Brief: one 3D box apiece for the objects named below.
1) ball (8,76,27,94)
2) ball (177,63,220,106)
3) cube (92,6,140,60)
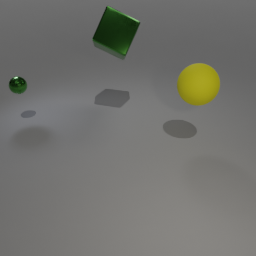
[{"bbox_3d":[-4.378,-1.699,11.150,0.700,0.700,0.700,0,30,0],"label":"ball"},{"bbox_3d":[2.351,-1.451,9.391,1.400,1.400,1.400,0,30,0],"label":"ball"},{"bbox_3d":[-0.482,-3.718,11.171,1.400,1.400,1.400,24,5,-6],"label":"cube"}]
